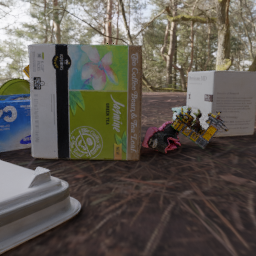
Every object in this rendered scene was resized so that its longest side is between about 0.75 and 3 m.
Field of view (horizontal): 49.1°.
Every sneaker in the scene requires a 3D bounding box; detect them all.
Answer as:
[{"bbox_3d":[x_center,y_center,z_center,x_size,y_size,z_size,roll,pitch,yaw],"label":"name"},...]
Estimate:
[{"bbox_3d":[1.110,0.310,7.636,0.838,0.694,1.758,25,23,27],"label":"sneaker"}]

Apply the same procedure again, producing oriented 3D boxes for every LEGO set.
[{"bbox_3d":[2.099,-0.230,7.980,1.375,1.036,1.789,40,19,21],"label":"LEGO set"}]

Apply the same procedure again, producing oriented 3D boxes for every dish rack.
[{"bbox_3d":[-2.356,0.888,3.838,2.847,0.620,2.444,6,12,37],"label":"dish rack"}]

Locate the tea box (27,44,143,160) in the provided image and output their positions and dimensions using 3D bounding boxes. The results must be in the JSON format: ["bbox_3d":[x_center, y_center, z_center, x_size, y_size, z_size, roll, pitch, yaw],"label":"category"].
[{"bbox_3d":[-0.929,-0.674,7.016,2.566,2.608,1.743,0,9,1],"label":"tea box"}]

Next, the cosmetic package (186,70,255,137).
[{"bbox_3d":[3.258,-0.920,9.937,1.774,2.150,1.772,-3,10,-16],"label":"cosmetic package"}]

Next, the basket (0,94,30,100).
[{"bbox_3d":[-3.773,-0.574,9.548,1.962,1.364,1.730,40,25,20],"label":"basket"}]

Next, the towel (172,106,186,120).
[{"bbox_3d":[3.248,-0.594,12.584,2.389,0.672,2.791,0,10,4],"label":"towel"}]

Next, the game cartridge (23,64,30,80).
[{"bbox_3d":[-3.556,-1.553,12.586,0.477,2.940,2.592,-43,21,-10],"label":"game cartridge"}]

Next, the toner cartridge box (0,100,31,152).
[{"bbox_3d":[-3.382,-0.051,7.312,2.758,1.310,0.595,-9,14,-42],"label":"toner cartridge box"}]

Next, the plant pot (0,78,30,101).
[{"bbox_3d":[-4.442,-1.021,12.265,1.965,1.965,1.892,-9,25,-44],"label":"plant pot"}]
